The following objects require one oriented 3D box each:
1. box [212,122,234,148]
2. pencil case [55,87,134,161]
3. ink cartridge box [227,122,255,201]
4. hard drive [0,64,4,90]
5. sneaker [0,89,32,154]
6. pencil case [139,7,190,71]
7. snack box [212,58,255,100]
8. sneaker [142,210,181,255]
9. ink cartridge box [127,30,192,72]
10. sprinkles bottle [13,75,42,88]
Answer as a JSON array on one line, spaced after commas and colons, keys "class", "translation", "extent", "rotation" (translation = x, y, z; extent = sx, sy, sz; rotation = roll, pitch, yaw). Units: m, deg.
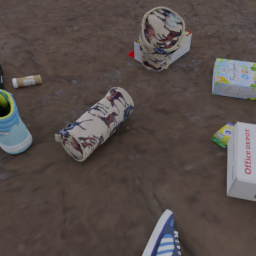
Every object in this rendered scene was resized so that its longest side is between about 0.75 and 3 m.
[{"class": "box", "translation": [3.032, 0.225, 8.602], "extent": [0.900, 0.218, 0.528], "rotation": [-34, 55, -26]}, {"class": "pencil case", "translation": [-0.910, -0.222, 8.467], "extent": [1.167, 1.016, 2.610], "rotation": [35, 55, 14]}, {"class": "ink cartridge box", "translation": [3.893, 0.989, 7.199], "extent": [2.467, 1.022, 1.811], "rotation": [10, 54, 9]}, {"class": "hard drive", "translation": [-5.708, -1.712, 10.313], "extent": [2.060, 0.390, 1.439], "rotation": [-15, 48, -14]}, {"class": "sneaker", "translation": [-4.030, -0.629, 8.275], "extent": [2.845, 1.857, 1.131], "rotation": [30, 54, 26]}, {"class": "pencil case", "translation": [0.836, -2.166, 7.357], "extent": [0.978, 2.513, 1.124], "rotation": [-44, 89, 2]}, {"class": "snack box", "translation": [4.077, -1.792, 10.230], "extent": [1.841, 0.623, 1.552], "rotation": [9, 48, 10]}, {"class": "sneaker", "translation": [1.006, 2.740, 5.929], "extent": [1.277, 0.703, 1.745], "rotation": [25, 49, 14]}, {"class": "ink cartridge box", "translation": [1.268, -3.485, 11.654], "extent": [1.849, 0.883, 2.106], "rotation": [32, 55, 28]}, {"class": "sprinkles bottle", "translation": [-3.725, -1.733, 10.371], "extent": [0.991, 0.338, 0.338], "rotation": [-12, 48, -12]}]
